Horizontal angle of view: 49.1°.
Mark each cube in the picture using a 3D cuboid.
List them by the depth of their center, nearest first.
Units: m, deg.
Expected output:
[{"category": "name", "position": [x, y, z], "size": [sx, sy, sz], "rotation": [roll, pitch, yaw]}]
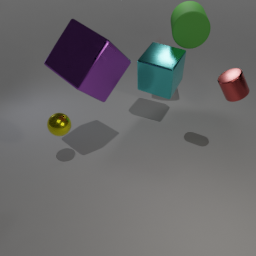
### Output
[{"category": "cube", "position": [-1.049, -1.757, 7.524], "size": [1.400, 1.400, 1.400], "rotation": [37, 7, 25]}, {"category": "cube", "position": [1.271, -2.209, 10.754], "size": [1.400, 1.400, 1.400], "rotation": [20, 52, 19]}]

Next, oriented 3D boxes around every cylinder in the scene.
[{"category": "cylinder", "position": [3.041, -1.236, 8.071], "size": [0.700, 0.700, 0.700], "rotation": [-27, 29, 16]}, {"category": "cylinder", "position": [2.386, -4.011, 10.870], "size": [1.400, 1.400, 1.400], "rotation": [2, 39, 4]}]

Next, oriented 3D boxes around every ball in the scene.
[{"category": "ball", "position": [-2.027, -0.103, 8.269], "size": [0.700, 0.700, 0.700], "rotation": [0, 33, 0]}]
